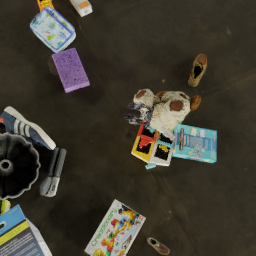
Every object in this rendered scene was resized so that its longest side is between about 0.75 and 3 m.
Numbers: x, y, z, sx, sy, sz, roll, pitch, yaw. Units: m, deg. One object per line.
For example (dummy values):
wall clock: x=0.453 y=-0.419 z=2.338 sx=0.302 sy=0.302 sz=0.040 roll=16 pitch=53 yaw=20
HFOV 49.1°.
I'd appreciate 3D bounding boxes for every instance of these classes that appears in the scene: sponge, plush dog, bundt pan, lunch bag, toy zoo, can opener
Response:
sponge: x=-2.530 y=-2.570 z=12.313 sx=1.092 sy=0.292 sz=1.957 roll=-21 pitch=69 yaw=-9
plush dog: x=1.665 y=-0.720 z=10.856 sx=2.346 sy=1.882 sz=2.015 roll=21 pitch=45 yaw=41
bundt pan: x=-4.461 y=1.425 z=10.143 sx=2.387 sy=0.896 sz=2.387 roll=8 pitch=69 yaw=-23
lunch bag: x=-3.333 y=-4.417 z=12.537 sx=1.784 sy=0.736 sz=1.434 roll=44 pitch=84 yaw=-1
toy zoo: x=1.111 y=0.502 z=11.130 sx=1.538 sy=0.240 sz=2.344 roll=19 pitch=70 yaw=6
can opener: x=-2.780 y=1.638 z=10.532 sx=0.501 sy=0.632 sz=1.902 roll=9 pitch=64 yaw=5

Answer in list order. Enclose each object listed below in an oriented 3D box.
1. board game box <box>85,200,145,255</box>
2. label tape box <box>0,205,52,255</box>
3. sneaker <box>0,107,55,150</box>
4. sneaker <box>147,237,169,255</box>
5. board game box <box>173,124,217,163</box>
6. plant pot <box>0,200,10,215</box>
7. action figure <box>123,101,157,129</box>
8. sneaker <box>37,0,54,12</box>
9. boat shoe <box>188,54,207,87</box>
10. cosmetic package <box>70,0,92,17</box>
board game box: x=-0.422 y=3.707 z=9.770 sx=1.270 sy=0.348 sz=2.011 roll=28 pitch=72 yaw=13
label tape box: x=-3.766 y=4.349 z=9.281 sx=2.042 sy=0.942 sz=2.851 roll=-32 pitch=70 yaw=-13
sneaker: x=-4.043 y=0.294 z=10.853 sx=2.700 sy=1.012 sz=1.141 roll=30 pitch=70 yaw=21
sneaker: x=1.039 y=4.093 z=9.689 sx=0.870 sy=0.329 sz=0.307 roll=29 pitch=72 yaw=11
board game box: x=2.601 y=0.598 z=10.883 sx=1.636 sy=0.384 sz=1.235 roll=10 pitch=69 yaw=-6
plant pot: x=-4.628 y=2.905 z=9.939 sx=0.713 sy=0.782 sz=0.786 roll=-2 pitch=69 yaw=-8
action figure: x=0.397 y=-0.469 z=9.130 sx=0.701 sy=1.373 sz=0.816 roll=22 pitch=94 yaw=33
sneaker: x=-3.779 y=-5.425 z=13.102 sx=0.802 sy=0.848 sz=2.199 roll=-25 pitch=80 yaw=-11
boat shoe: x=3.108 y=-2.602 z=12.167 sx=0.606 sy=0.573 sz=1.686 roll=17 pitch=70 yaw=6
cosmetic package: x=-2.313 y=-6.065 z=13.597 sx=0.614 sy=0.432 sz=1.211 roll=-31 pitch=71 yaw=-11
